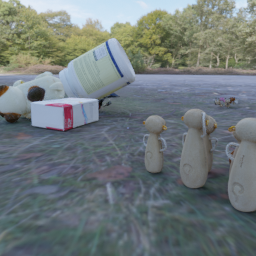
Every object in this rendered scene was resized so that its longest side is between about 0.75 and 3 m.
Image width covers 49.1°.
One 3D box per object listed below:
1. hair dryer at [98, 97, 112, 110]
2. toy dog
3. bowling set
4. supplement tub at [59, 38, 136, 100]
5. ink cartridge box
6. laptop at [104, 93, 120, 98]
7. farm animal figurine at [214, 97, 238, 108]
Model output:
[{"bbox_3d":[-1.129,-0.857,9.951,1.018,0.276,0.775,-25,-18,8],"label":"hair dryer"},{"bbox_3d":[-2.984,-0.839,8.472,1.941,1.354,1.882,-23,19,-32],"label":"toy dog"},{"bbox_3d":[1.279,0.209,4.092,1.421,1.096,2.041,-11,17,-40],"label":"bowling set"},{"bbox_3d":[-1.068,-1.906,9.917,2.301,1.669,1.669,-26,9,11],"label":"supplement tub"},{"bbox_3d":[-1.723,-0.441,7.865,1.175,0.681,1.592,7,13,28],"label":"ink cartridge box"},{"bbox_3d":[-1.082,-1.652,14.605,0.823,0.480,0.929,13,44,46],"label":"laptop"},{"bbox_3d":[3.841,-0.972,10.981,0.760,0.396,0.752,0,-1,35],"label":"farm animal figurine"}]
